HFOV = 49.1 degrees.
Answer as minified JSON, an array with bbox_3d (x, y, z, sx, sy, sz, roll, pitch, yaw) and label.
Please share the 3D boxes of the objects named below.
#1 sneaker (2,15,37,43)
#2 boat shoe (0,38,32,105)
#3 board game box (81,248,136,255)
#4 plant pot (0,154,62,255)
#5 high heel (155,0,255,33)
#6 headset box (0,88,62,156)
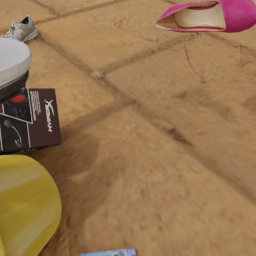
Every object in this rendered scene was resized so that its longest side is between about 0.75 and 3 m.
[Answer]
[{"bbox_3d":[-4.373,-3.645,10.750,0.810,0.889,2.168,12,44,13],"label":"sneaker"},{"bbox_3d":[-1.825,-0.233,2.714,0.732,0.694,2.094,32,47,12],"label":"boat shoe"},{"bbox_3d":[-0.292,2.513,4.573,0.956,0.208,0.960,-5,43,-4],"label":"board game box"},{"bbox_3d":[-2.316,1.476,3.964,2.567,2.567,2.415,19,16,20],"label":"plant pot"},{"bbox_3d":[1.325,-1.996,5.100,1.028,0.721,2.142,-25,34,-7],"label":"high heel"},{"bbox_3d":[-3.041,0.040,5.168,2.961,1.111,2.201,-6,-4,-32],"label":"headset box"}]
